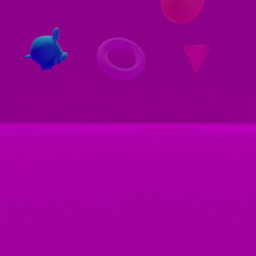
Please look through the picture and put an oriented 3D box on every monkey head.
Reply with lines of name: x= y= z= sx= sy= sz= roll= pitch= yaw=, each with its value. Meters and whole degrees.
monkey head: x=-2.566 y=-2.511 z=9.159 sx=1.632 sy=0.983 sz=1.174 roll=-29 pitch=11 yaw=28

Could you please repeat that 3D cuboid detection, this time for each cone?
cone: x=2.187 y=-2.145 z=8.940 sx=0.864 sy=0.867 sz=0.864 roll=1 pitch=10 yaw=0

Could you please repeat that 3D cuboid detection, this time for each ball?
ball: x=1.565 y=-3.681 z=8.068 sx=1.242 sy=1.242 sz=1.242 roll=0 pitch=1 yaw=0

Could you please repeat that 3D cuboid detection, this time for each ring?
ring: x=-0.188 y=-2.036 z=8.150 sx=1.445 sy=1.445 sz=0.289 roll=0 pitch=-27 yaw=-15
